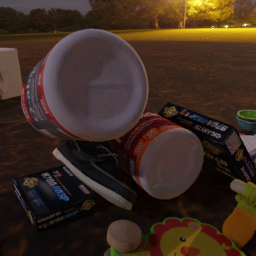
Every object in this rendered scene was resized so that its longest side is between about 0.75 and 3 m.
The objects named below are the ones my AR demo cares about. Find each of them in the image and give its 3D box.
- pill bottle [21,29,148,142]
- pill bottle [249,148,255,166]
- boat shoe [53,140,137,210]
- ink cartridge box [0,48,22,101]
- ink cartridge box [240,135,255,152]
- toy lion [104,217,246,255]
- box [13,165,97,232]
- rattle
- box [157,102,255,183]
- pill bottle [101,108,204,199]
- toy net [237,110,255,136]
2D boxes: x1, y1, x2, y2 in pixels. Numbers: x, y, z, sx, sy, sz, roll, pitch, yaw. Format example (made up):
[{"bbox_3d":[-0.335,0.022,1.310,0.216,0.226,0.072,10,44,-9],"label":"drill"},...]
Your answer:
[{"bbox_3d":[-0.975,-0.557,4.892,1.558,1.558,2.690,-13,5,-29],"label":"pill bottle"},{"bbox_3d":[2.898,0.793,5.940,0.457,0.457,0.823,-2,21,-5],"label":"pill bottle"},{"bbox_3d":[-0.617,0.632,5.241,0.868,0.921,2.566,-50,36,-9],"label":"boat shoe"},{"bbox_3d":[-6.097,-2.133,11.294,2.040,2.004,2.771,12,23,29],"label":"ink cartridge box"},{"bbox_3d":[3.019,0.502,6.905,1.323,0.378,1.075,4,21,0],"label":"ink cartridge box"},{"bbox_3d":[0.663,1.780,3.361,1.809,0.648,1.887,4,20,-11],"label":"toy lion"},{"bbox_3d":[-1.356,1.194,5.090,1.084,0.314,1.364,-13,25,-31],"label":"box"},{"bbox_3d":[2.021,1.420,4.704,0.946,1.038,1.453,13,-6,10],"label":"rattle"},{"bbox_3d":[1.619,0.286,5.912,0.436,1.505,1.894,-48,37,-9],"label":"box"},{"bbox_3d":[0.286,0.306,5.901,1.373,1.373,2.405,-11,24,-27],"label":"pill bottle"},{"bbox_3d":[3.743,0.183,7.420,1.421,0.523,2.708,-9,23,-22],"label":"toy net"}]
